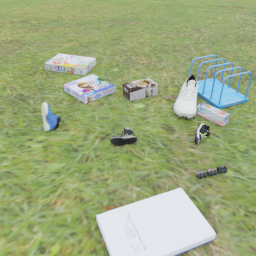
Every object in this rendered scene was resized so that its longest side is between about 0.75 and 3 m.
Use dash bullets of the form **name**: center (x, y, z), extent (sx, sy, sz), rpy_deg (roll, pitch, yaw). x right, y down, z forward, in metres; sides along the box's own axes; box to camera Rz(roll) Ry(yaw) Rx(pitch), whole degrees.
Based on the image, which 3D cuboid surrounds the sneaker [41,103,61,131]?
- **sneaker**: center (-2.868, -0.462, 10.565), extent (0.635, 1.141, 0.438), rpy_deg (-17, 31, -32)

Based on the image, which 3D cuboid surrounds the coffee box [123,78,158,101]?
- **coffee box**: center (0.557, -1.793, 12.984), extent (1.443, 0.576, 0.816), rpy_deg (-16, 38, -21)

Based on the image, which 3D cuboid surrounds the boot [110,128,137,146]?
- **boot**: center (-0.192, 0.297, 10.188), extent (0.958, 0.346, 0.723), rpy_deg (-4, 31, -6)

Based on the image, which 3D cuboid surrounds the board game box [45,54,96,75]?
- **board game box**: center (-3.209, -3.607, 15.758), extent (2.373, 0.406, 1.595), rpy_deg (10, 36, 14)

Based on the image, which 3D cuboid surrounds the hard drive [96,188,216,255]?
- **hard drive**: center (0.646, 2.481, 6.998), extent (2.490, 0.316, 1.643), rpy_deg (-13, 37, -18)

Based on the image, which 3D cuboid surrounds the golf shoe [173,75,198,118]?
- **golf shoe**: center (2.513, -1.403, 11.881), extent (0.978, 1.215, 2.499), rpy_deg (9, 37, 9)

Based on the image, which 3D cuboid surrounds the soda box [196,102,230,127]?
- **soda box**: center (3.419, -0.560, 11.303), extent (0.414, 0.445, 1.303), rpy_deg (-27, 43, -34)

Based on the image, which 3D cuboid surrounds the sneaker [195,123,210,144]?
- **sneaker**: center (2.762, 0.174, 10.259), extent (0.496, 0.429, 1.197), rpy_deg (13, 37, 18)

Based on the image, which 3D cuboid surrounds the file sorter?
- **file sorter**: center (4.130, -2.210, 12.801), extent (1.680, 1.486, 2.421), rpy_deg (-14, 36, -21)

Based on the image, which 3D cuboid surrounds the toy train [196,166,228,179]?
- **toy train**: center (2.598, 1.365, 8.745), extent (1.092, 0.186, 0.250), rpy_deg (-10, 32, -15)

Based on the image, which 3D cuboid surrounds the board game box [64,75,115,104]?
- **board game box**: center (-1.825, -1.900, 13.325), extent (1.757, 0.361, 1.753), rpy_deg (-28, 43, -34)
